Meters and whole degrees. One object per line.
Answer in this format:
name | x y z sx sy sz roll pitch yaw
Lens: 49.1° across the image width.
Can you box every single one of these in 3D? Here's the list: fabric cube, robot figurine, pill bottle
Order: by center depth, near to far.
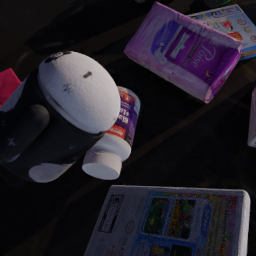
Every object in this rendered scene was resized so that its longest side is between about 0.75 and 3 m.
robot figurine | -1.132 -0.107 4.115 2.185 1.364 1.642 -42 43 18
pill bottle | -0.403 0.110 6.394 1.095 1.095 1.965 9 59 5
fabric cube | -2.842 -0.324 6.570 1.299 1.275 1.295 -32 66 -18

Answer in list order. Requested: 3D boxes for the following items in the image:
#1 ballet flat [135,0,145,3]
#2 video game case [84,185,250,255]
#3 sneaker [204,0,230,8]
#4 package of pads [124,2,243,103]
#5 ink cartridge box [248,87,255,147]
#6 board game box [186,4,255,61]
ballet flat | 0.552 -5.267 9.880 0.690 0.638 1.956 11 61 -5
video game case | 0.249 1.726 3.236 2.032 0.264 2.232 -6 48 36
sneaker | 2.381 -3.560 6.023 0.889 0.970 2.278 33 91 5
package of pads | 1.411 -2.016 7.457 2.730 1.033 1.645 35 96 19
ink cartridge box | 4.277 -0.221 6.640 2.414 1.013 1.748 14 60 8
board game box | 2.875 -2.820 8.496 1.861 0.520 1.822 -15 61 -9
